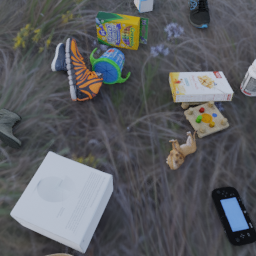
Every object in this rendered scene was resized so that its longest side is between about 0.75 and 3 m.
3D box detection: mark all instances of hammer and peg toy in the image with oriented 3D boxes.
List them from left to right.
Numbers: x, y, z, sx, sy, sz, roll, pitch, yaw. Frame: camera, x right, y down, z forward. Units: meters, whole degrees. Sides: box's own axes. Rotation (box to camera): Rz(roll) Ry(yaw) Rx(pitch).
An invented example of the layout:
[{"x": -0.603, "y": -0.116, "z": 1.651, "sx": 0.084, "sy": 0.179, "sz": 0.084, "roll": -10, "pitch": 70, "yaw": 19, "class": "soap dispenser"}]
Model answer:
[{"x": 3.015, "y": -0.593, "z": 11.203, "sx": 1.374, "sy": 0.659, "sz": 1.868, "roll": -19, "pitch": 59, "yaw": -12, "class": "hammer and peg toy"}]

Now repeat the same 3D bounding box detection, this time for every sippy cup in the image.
[{"x": -0.748, "y": -2.807, "z": 12.326, "sx": 1.329, "sy": 1.692, "sz": 1.240, "roll": -2, "pitch": 45, "yaw": 30, "class": "sippy cup"}]

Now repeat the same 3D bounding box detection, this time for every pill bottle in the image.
[{"x": 5.358, "y": -2.107, "z": 11.692, "sx": 0.856, "sy": 1.503, "sz": 0.856, "roll": 0, "pitch": 57, "yaw": 0, "class": "pill bottle"}]

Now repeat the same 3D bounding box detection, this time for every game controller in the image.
[{"x": 3.431, "y": 2.824, "z": 9.122, "sx": 0.979, "sy": 0.395, "sz": 1.877, "roll": -10, "pitch": 58, "yaw": -6, "class": "game controller"}]

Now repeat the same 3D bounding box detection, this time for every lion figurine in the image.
[{"x": 2.089, "y": 0.789, "z": 10.319, "sx": 1.677, "sy": 0.608, "sz": 1.027, "roll": -22, "pitch": 94, "yaw": -22, "class": "lion figurine"}]

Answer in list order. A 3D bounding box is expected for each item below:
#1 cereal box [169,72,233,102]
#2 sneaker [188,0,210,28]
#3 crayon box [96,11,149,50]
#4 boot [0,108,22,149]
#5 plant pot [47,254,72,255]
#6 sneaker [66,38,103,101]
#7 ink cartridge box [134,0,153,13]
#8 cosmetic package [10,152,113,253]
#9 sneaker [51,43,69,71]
[{"x": 3.032, "y": -1.780, "z": 11.895, "sx": 2.364, "sy": 0.467, "sz": 1.701, "roll": -2, "pitch": 42, "yaw": -1, "class": "cereal box"}, {"x": 3.715, "y": -6.402, "z": 14.734, "sx": 1.023, "sy": 1.145, "sz": 2.795, "roll": -4, "pitch": 57, "yaw": -3, "class": "sneaker"}, {"x": -0.276, "y": -4.582, "z": 13.323, "sx": 2.378, "sy": 1.495, "sz": 0.613, "roll": 11, "pitch": 57, "yaw": 7, "class": "crayon box"}, {"x": -4.613, "y": -0.085, "z": 10.933, "sx": 1.892, "sy": 0.641, "sz": 1.236, "roll": 29, "pitch": 55, "yaw": 16, "class": "boot"}, {"x": -2.162, "y": 4.452, "z": 7.382, "sx": 1.941, "sy": 1.941, "sz": 1.303, "roll": -11, "pitch": 94, "yaw": -7, "class": "plant pot"}, {"x": -1.766, "y": -2.438, "z": 11.620, "sx": 1.431, "sy": 2.555, "sz": 0.991, "roll": -7, "pitch": 20, "yaw": -5, "class": "sneaker"}, {"x": 0.849, "y": -6.968, "z": 15.343, "sx": 0.732, "sy": 0.729, "sz": 0.998, "roll": -16, "pitch": 58, "yaw": -12, "class": "ink cartridge box"}, {"x": -1.919, "y": 2.313, "z": 8.851, "sx": 2.257, "sy": 1.387, "sz": 2.250, "roll": 19, "pitch": 59, "yaw": 12, "class": "cosmetic package"}, {"x": -2.780, "y": -3.266, "z": 12.951, "sx": 1.165, "sy": 0.613, "sz": 1.613, "roll": 1, "pitch": 61, "yaw": 8, "class": "sneaker"}]
